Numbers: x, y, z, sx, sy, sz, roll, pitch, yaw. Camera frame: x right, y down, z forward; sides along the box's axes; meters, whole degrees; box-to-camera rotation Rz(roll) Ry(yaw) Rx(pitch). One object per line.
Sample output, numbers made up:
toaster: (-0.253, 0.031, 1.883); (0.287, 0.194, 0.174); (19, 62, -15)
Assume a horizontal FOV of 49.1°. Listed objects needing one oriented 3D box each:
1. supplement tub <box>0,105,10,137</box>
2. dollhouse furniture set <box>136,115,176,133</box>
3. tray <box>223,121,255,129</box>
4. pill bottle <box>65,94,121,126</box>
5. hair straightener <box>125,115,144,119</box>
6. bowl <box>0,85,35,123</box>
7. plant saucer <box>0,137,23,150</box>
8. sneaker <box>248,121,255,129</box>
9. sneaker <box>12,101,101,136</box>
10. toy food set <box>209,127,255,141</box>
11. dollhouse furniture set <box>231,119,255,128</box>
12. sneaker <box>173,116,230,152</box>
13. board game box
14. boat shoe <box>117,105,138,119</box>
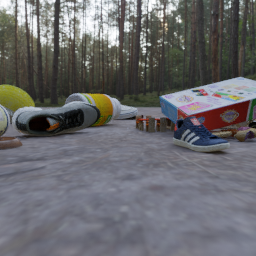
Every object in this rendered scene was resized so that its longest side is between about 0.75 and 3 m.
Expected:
supplement tub: (-3.386, -0.133, 6.360); (0.870, 0.870, 1.200); (1, 6, 10)
dollhouse furniture set: (0.937, -0.261, 8.896); (1.261, 0.657, 1.275); (-1, 5, -16)
tray: (3.741, -0.120, 9.756); (2.053, 0.228, 1.102); (2, 5, 20)
pill bottle: (-1.227, -0.689, 10.550); (1.185, 1.185, 2.134); (4, 7, 35)
hair straightener: (0.186, -0.566, 14.483); (1.178, 0.241, 0.453); (2, 5, 22)
bowl: (-5.063, -0.821, 11.942); (1.863, 1.863, 1.002); (1, 49, 10)
plant saucer: (-2.643, 0.294, 5.634); (0.981, 0.169, 0.981); (0, 4, 0)
sneaker: (4.275, -0.083, 8.623); (1.008, 0.371, 0.403); (4, 5, 33)
sneaker: (-1.819, -0.175, 7.651); (2.414, 0.892, 0.957); (-10, 19, -31)
toy food set: (2.505, 0.166, 6.721); (1.523, 0.240, 0.968); (-8, 5, 22)
dollhouse furniture set: (4.486, -0.013, 8.897); (2.253, 1.785, 1.599); (24, -52, -33)
sneaker: (1.347, 0.089, 5.408); (0.540, 0.609, 1.441); (-3, 6, -28)
board game box: (2.562, -0.719, 7.920); (2.797, 0.564, 2.140); (-14, 22, -8)
boat shoe: (-0.917, -1.041, 14.536); (2.881, 1.006, 1.021); (1, 18, 17)
